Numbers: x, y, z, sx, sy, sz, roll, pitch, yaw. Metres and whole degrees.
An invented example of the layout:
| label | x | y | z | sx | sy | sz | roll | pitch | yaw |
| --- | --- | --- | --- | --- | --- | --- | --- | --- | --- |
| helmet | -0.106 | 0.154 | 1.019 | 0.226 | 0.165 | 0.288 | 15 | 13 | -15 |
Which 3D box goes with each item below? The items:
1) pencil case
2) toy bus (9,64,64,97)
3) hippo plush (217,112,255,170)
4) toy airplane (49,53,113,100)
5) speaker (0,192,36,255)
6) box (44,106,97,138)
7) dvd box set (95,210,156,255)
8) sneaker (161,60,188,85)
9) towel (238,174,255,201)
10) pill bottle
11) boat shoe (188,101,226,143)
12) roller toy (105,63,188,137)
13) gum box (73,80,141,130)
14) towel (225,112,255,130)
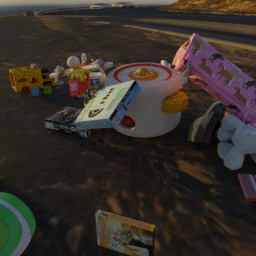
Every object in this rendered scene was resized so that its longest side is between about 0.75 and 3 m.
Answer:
| label | x | y | z | sx | sy | sz | roll | pitch | yaw |
| --- | --- | --- | --- | --- | --- | --- | --- | --- | --- |
| pencil case | 2.287 | -1.164 | 6.894 | 2.557 | 1.106 | 1.059 | 35 | -10 | -8 |
| toy bus | -4.010 | -2.191 | 11.960 | 1.891 | 1.035 | 2.004 | 5 | 28 | 10 |
| hippo plush | 3.049 | 0.240 | 6.804 | 1.289 | 1.604 | 1.277 | 4 | 48 | -11 |
| toy airplane | -1.445 | -1.767 | 8.491 | 1.584 | 1.118 | 1.577 | -42 | 51 | -13 |
| speaker | -2.404 | 1.981 | 3.688 | 1.123 | 1.123 | 2.540 | 10 | 29 | 20 |
| box | -1.671 | -0.232 | 8.823 | 1.490 | 0.371 | 1.175 | 10 | 29 | 19 |
| dvd box set | -0.049 | 1.749 | 4.547 | 0.981 | 0.718 | 0.144 | 10 | 29 | 19 |
| sneaker | 2.091 | -2.494 | 12.832 | 0.823 | 0.813 | 2.074 | -9 | 39 | -6 |
| towel | 3.089 | 1.328 | 6.030 | 1.247 | 0.142 | 0.899 | 6 | 25 | 8 |
| pill bottle | -1.101 | -1.115 | 9.395 | 0.790 | 1.389 | 0.790 | -3 | 20 | 1 |
| boat shoe | 2.510 | -0.120 | 8.270 | 0.724 | 0.787 | 2.202 | 27 | 38 | 27 |
| roller toy | 0.480 | -0.967 | 8.535 | 2.305 | 1.765 | 2.526 | -5 | 33 | -2 |
| gum box | -0.517 | -0.530 | 6.767 | 1.443 | 0.321 | 1.226 | -4 | 46 | 47 |
| towel | 4.339 | -0.187 | 8.906 | 2.068 | 0.235 | 1.490 | -5 | 28 | -9 |
